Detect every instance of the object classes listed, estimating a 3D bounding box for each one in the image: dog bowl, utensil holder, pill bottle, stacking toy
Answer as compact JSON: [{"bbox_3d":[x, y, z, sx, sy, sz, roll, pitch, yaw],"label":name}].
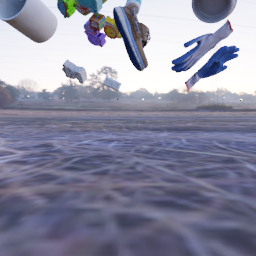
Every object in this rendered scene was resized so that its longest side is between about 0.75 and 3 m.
[{"bbox_3d":[2.538,-3.791,8.398,1.367,1.367,0.401,2,38,30],"label":"dog bowl"},{"bbox_3d":[-3.276,-3.713,9.210,1.328,1.328,1.563,1,-11,21],"label":"utensil holder"},{"bbox_3d":[0.180,-3.888,8.703,0.476,0.859,0.476,6,-40,5],"label":"pill bottle"},{"bbox_3d":[-0.923,-2.800,6.993,0.702,2.252,2.987,27,-26,13],"label":"stacking toy"}]

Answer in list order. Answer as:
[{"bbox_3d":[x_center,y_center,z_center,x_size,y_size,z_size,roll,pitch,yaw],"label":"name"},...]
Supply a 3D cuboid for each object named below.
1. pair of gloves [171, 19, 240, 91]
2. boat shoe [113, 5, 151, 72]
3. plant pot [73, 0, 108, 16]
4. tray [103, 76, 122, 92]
[{"bbox_3d":[2.666,-2.333,9.484,2.325,0.329,2.892,-37,-27,12],"label":"pair of gloves"},{"bbox_3d":[0.186,-2.005,6.083,0.577,1.595,0.576,-19,-9,-9],"label":"boat shoe"},{"bbox_3d":[-1.162,-4.070,8.629,1.056,1.128,1.056,36,-2,1],"label":"plant pot"},{"bbox_3d":[-0.698,-1.946,12.339,0.789,0.423,0.087,25,8,1],"label":"tray"}]
